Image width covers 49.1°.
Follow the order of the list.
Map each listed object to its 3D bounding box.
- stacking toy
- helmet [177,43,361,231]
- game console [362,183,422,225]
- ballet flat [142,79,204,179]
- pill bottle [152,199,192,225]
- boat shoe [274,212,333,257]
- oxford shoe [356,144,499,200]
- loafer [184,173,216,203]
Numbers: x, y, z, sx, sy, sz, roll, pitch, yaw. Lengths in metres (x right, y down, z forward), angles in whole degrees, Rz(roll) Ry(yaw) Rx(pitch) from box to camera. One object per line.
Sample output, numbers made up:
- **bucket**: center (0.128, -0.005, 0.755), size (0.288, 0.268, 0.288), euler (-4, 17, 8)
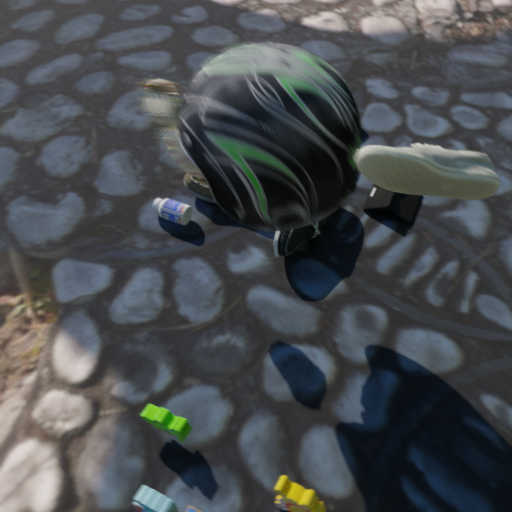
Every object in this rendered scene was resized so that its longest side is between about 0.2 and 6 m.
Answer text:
- **stacking toy**: center (-0.900, 3.688, 7.659), size (3.049, 0.716, 2.299), euler (22, 52, 20)
- **helmet**: center (0.215, -1.922, 8.573), size (2.678, 2.553, 2.678), euler (-16, 42, 15)
- **game console**: center (2.935, -1.175, 12.058), size (0.939, 0.622, 1.068), euler (-4, 42, 38)
- **ballet flat**: center (-1.441, -2.238, 9.836), size (0.769, 0.650, 2.035), euler (-35, 79, 16)
- **pill bottle**: center (-1.752, -0.941, 11.648), size (0.763, 0.427, 0.427), euler (20, 53, 16)
- **boat shoe**: center (1.080, -0.799, 11.236), size (0.708, 0.888, 2.348), euler (16, 52, 21)
- **oxford shoe**: center (2.037, -1.077, 6.715), size (1.791, 0.673, 0.517), euler (7, 65, -10)
- **loafer**: center (-0.189, -1.765, 11.988), size (2.744, 0.956, 1.032), euler (1, 50, 0)
